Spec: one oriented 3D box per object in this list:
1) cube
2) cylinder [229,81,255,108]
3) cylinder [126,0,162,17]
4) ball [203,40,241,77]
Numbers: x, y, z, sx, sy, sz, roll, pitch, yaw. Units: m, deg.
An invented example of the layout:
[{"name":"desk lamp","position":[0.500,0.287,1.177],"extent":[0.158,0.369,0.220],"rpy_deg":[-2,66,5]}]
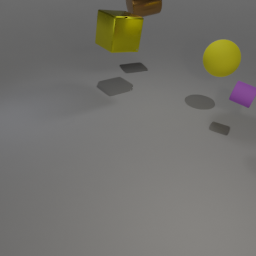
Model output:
[{"name":"cube","position":[-0.392,-4.045,11.696],"extent":[1.400,1.400,1.400],"rpy_deg":[-13,37,-33]},{"name":"cylinder","position":[3.851,-1.124,9.328],"extent":[0.700,0.700,0.700],"rpy_deg":[28,40,18]},{"name":"cylinder","position":[0.717,-5.992,13.181],"extent":[1.400,1.400,1.400],"rpy_deg":[-16,34,-7]},{"name":"ball","position":[3.607,-2.676,10.798],"extent":[1.400,1.400,1.400],"rpy_deg":[0,32,0]}]
